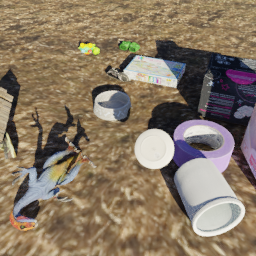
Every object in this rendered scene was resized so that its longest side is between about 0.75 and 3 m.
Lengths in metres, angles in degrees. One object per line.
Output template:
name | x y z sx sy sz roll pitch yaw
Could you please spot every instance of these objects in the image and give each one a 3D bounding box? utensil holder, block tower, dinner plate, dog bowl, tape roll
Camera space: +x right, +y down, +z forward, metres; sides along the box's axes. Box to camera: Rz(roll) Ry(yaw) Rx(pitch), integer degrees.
utensil holder | 1.784 1.544 6.449 1.170 1.170 1.377 -8 37 -10
block tower | -4.250 -0.194 8.607 0.806 0.863 2.984 30 27 -32
dinner plate | 0.590 0.475 6.428 0.920 0.920 0.112 14 -1 16
dog bowl | -0.547 -0.850 10.001 1.414 0.415 1.414 1 39 -1
tape roll | 2.115 0.535 8.044 1.668 0.709 1.668 0 40 0

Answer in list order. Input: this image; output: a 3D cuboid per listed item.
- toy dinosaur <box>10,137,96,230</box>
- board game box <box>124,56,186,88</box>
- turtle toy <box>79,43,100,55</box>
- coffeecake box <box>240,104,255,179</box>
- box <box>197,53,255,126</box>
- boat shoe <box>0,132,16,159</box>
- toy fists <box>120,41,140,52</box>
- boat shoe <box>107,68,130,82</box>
toy dinosaur | -1.896 1.467 7.019 1.303 2.481 2.252 43 81 7
board game box | 1.165 -2.466 12.019 2.283 0.391 1.535 14 41 17
turtle toy | -1.888 -3.845 13.623 1.020 0.516 0.744 0 15 -3
coffeecake box | 3.931 0.128 6.772 1.064 2.913 2.236 0 38 -1
box | 4.030 -1.234 9.483 2.899 1.663 1.916 14 39 15
boat shoe | -3.639 0.511 8.328 0.357 0.388 1.086 -18 47 -28
toy fists | 0.106 -4.134 14.136 1.017 0.350 0.518 17 41 22
boat shoe | -0.416 -2.140 11.651 0.355 0.416 1.244 -38 46 -21
